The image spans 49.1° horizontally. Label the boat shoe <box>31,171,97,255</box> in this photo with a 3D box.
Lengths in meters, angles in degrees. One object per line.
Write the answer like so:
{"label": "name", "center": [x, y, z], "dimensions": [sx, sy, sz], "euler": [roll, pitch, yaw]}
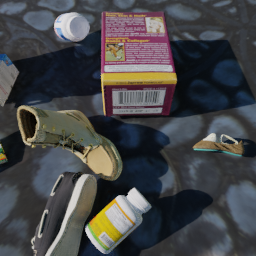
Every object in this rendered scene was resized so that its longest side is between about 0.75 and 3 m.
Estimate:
{"label": "boat shoe", "center": [-1.451, 2.112, 5.625], "dimensions": [0.799, 0.979, 2.649], "euler": [7, 65, 24]}

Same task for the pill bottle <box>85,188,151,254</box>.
{"label": "pill bottle", "center": [-0.170, 1.850, 5.729], "dimensions": [1.291, 0.717, 0.717], "euler": [-42, 66, -4]}

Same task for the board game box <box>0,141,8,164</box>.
{"label": "board game box", "center": [-4.009, 0.698, 6.696], "dimensions": [1.886, 0.221, 0.988], "euler": [-21, 78, -22]}

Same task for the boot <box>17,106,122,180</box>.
{"label": "boot", "center": [-1.309, 0.327, 6.277], "dimensions": [2.293, 1.782, 0.835], "euler": [49, 113, 28]}

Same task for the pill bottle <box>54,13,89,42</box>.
{"label": "pill bottle", "center": [-1.679, -3.042, 8.473], "dimensions": [0.819, 0.819, 1.459], "euler": [-27, 29, -16]}

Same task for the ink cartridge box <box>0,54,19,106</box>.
{"label": "ink cartridge box", "center": [-3.629, -1.324, 7.824], "dimensions": [0.444, 0.760, 1.309], "euler": [0, 58, 14]}

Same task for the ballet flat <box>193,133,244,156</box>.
{"label": "ballet flat", "center": [2.244, 0.390, 6.894], "dimensions": [1.318, 0.447, 0.477], "euler": [8, 86, -5]}

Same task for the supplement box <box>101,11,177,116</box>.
{"label": "supplement box", "center": [0.195, -1.812, 7.715], "dimensions": [1.822, 1.436, 2.784], "euler": [-1, 56, -1]}
